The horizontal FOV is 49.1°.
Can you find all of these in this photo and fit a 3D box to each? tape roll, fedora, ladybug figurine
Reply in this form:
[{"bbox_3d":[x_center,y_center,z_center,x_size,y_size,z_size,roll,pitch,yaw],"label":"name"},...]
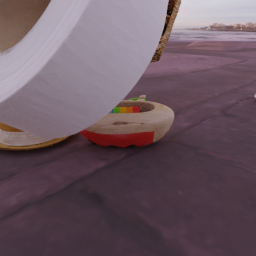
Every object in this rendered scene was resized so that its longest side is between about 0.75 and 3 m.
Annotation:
[{"bbox_3d":[-0.978,-1.343,3.610,2.905,2.905,1.016,20,-6,41],"label":"tape roll"},{"bbox_3d":[-2.536,-0.273,7.337,2.491,1.016,2.491,0,20,0],"label":"fedora"},{"bbox_3d":[-0.140,-0.102,6.998,2.550,0.917,1.731,0,21,1],"label":"ladybug figurine"}]

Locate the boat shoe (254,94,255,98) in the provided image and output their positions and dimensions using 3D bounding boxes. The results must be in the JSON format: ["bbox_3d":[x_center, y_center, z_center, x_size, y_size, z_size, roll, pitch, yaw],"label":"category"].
[{"bbox_3d":[5.736,-1.146,9.892,0.885,0.797,2.460,-14,25,-33],"label":"boat shoe"}]

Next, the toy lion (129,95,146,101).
[{"bbox_3d":[0.167,-0.897,10.036,0.897,0.321,0.936,-4,20,12],"label":"toy lion"}]

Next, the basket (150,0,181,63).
[{"bbox_3d":[0.137,-3.553,9.340,2.681,1.913,1.997,23,-15,2],"label":"basket"}]
